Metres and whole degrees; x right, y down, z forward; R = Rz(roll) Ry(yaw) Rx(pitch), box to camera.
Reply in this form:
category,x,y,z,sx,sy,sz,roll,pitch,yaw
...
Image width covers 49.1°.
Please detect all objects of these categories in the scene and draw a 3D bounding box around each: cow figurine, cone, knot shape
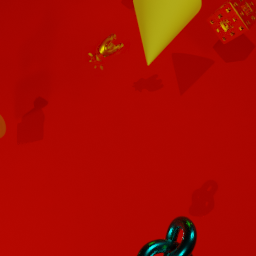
category,x,y,z,sx,sy,sz,roll,pitch,yaw
cow figurine,-0.545,-1.642,6.203,0.940,0.955,0.524,-37,102,21
cone,0.607,-2.001,5.816,1.491,1.491,1.496,15,83,6
knot shape,0.485,1.781,3.697,0.526,1.139,1.065,28,28,32

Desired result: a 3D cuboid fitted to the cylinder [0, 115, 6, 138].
category,x,y,z,sx,sy,sz,roll,pitch,yaw
cylinder,-3.652,0.000,7.140,0.721,0.721,0.721,-16,67,16

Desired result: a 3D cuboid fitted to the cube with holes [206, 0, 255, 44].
category,x,y,z,sx,sy,sz,roll,pitch,yaw
cube with holes,2.905,-3.035,7.690,0.865,0.865,0.865,50,63,-10
